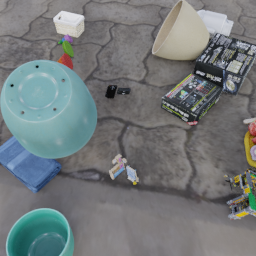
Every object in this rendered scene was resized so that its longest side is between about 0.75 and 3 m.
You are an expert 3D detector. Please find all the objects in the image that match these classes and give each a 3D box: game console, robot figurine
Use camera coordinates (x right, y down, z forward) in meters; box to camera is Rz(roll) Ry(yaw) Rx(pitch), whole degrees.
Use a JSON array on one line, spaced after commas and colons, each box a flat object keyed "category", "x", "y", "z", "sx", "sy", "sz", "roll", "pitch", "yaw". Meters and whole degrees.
[{"category": "game console", "x": -0.414, "y": -1.552, "z": 12.060, "sx": 1.098, "sy": 0.648, "sz": 0.132, "roll": -2, "pitch": 47, "yaw": -25}, {"category": "robot figurine", "x": 4.282, "y": -5.407, "z": 14.701, "sx": 2.258, "sy": 1.275, "sz": 1.915, "roll": 21, "pitch": 39, "yaw": 16}]

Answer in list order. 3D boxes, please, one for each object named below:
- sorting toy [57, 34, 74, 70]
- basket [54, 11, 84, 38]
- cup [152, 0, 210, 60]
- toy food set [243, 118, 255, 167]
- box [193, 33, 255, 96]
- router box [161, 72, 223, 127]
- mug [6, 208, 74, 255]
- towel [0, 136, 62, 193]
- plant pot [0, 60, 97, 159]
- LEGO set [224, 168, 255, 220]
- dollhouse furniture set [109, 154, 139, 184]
[{"category": "sorting toy", "x": -3.236, "y": -3.672, "z": 13.792, "sx": 0.840, "sy": 0.846, "sz": 2.439, "roll": -19, "pitch": 51, "yaw": 15}, {"category": "basket", "x": -3.143, "y": -5.583, "z": 15.119, "sx": 1.406, "sy": 0.867, "sz": 0.953, "roll": 18, "pitch": 53, "yaw": 13}, {"category": "cup", "x": 2.641, "y": -4.314, "z": 13.243, "sx": 1.942, "sy": 2.715, "sz": 2.715, "roll": 24, "pitch": 50, "yaw": -13}, {"category": "toy food set", "x": 5.100, "y": 0.336, "z": 10.051, "sx": 1.676, "sy": 0.930, "sz": 2.848, "roll": -4, "pitch": 49, "yaw": 15}, {"category": "box", "x": 4.480, "y": -2.983, "z": 12.825, "sx": 2.134, "sy": 1.122, "sz": 2.606, "roll": 24, "pitch": 55, "yaw": 19}, {"category": "router box", "x": 2.666, "y": -1.244, "z": 11.697, "sx": 1.633, "sy": 0.677, "sz": 2.180, "roll": 35, "pitch": 58, "yaw": 25}, {"category": "mug", "x": -2.421, "y": 3.325, "z": 7.596, "sx": 1.633, "sy": 1.229, "sz": 1.988, "roll": 33, "pitch": 57, "yaw": 26}, {"category": "towel", "x": -3.523, "y": 1.161, "z": 9.825, "sx": 2.326, "sy": 0.564, "sz": 1.298, "roll": 31, "pitch": 57, "yaw": 24}, {"category": "plant pot", "x": -2.229, "y": -0.623, "z": 7.794, "sx": 2.644, "sy": 2.122, "sz": 2.644, "roll": 1, "pitch": 75, "yaw": -3}, {"category": "LEGO set", "x": 3.765, "y": 2.278, "z": 8.868, "sx": 1.362, "sy": 1.026, "sz": 1.771, "roll": 19, "pitch": 50, "yaw": -23}, {"category": "dollhouse furniture set", "x": -0.130, "y": 1.498, "z": 9.373, "sx": 0.878, "sy": 0.828, "sz": 0.573, "roll": 29, "pitch": 56, "yaw": 36}]
